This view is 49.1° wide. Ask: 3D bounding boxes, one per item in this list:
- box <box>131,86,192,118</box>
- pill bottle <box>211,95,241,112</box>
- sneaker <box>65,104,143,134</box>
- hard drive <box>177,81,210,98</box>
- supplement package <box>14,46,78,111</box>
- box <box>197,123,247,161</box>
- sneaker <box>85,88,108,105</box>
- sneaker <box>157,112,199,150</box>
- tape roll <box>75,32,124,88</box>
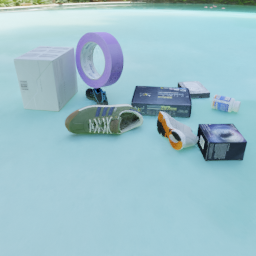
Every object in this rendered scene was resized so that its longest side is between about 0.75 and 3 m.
[{"bbox_3d":[1.442,-1.188,12.133,2.472,0.631,1.950,3,30,7],"label":"box"},{"bbox_3d":[4.155,-1.013,11.860,1.089,0.610,0.610,18,34,27],"label":"pill bottle"},{"bbox_3d":[-0.727,-0.260,10.098,2.831,0.949,1.271,-12,26,-27],"label":"sneaker"},{"bbox_3d":[3.201,-1.896,13.766,1.143,0.310,1.637,-3,30,-5],"label":"hard drive"},{"bbox_3d":[-3.492,-2.261,12.406,1.719,2.236,2.338,5,29,10],"label":"supplement package"},{"bbox_3d":[2.993,0.428,9.111,1.219,0.757,1.229,0,29,-3],"label":"box"},{"bbox_3d":[-1.410,-1.580,12.763,0.644,0.720,1.759,-19,33,-29],"label":"sneaker"},{"bbox_3d":[1.724,0.071,9.919,0.923,0.760,2.007,-4,36,-22],"label":"sneaker"},{"bbox_3d":[-1.266,-2.915,12.062,2.315,2.315,0.760,24,30,37],"label":"tape roll"}]
